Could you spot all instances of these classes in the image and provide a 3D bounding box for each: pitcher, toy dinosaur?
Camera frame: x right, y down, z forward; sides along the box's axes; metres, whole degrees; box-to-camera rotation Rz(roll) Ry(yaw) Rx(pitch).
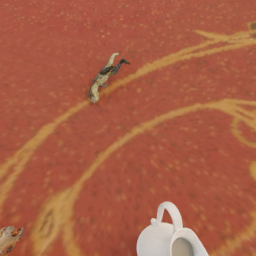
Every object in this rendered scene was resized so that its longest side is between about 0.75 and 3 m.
[{"bbox_3d":[0.673,1.987,4.997,0.917,1.513,1.298,-12,77,-22],"label":"pitcher"},{"bbox_3d":[-0.518,-1.722,8.303,0.961,0.518,2.182,-12,42,47],"label":"toy dinosaur"},{"bbox_3d":[-3.545,2.372,4.933,2.841,1.925,1.219,-6,61,8],"label":"toy dinosaur"}]
